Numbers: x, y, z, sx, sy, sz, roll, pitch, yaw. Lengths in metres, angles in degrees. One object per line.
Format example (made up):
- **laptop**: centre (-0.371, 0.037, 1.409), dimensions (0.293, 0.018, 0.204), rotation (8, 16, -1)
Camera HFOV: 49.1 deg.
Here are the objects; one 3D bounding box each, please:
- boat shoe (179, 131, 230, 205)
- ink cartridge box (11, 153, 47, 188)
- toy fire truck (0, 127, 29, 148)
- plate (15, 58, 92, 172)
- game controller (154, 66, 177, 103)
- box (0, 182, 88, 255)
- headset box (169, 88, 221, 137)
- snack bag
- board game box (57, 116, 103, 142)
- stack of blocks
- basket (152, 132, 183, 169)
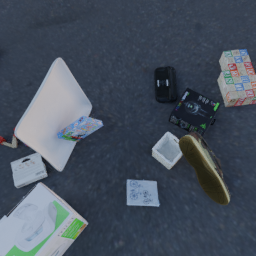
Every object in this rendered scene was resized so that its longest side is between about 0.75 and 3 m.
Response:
- **boat shoe**: centre (2.804, 1.328, 9.625), dimensions (0.887, 1.002, 2.736), rotation (-33, 95, -33)
- **ink cartridge box**: centre (-3.617, 1.517, 10.228), dimensions (1.138, 0.254, 1.002), rotation (-21, 57, -8)
- **toy fire truck**: centre (-4.268, 0.440, 10.685), dimensions (1.272, 0.310, 0.897), rotation (31, 70, 12)
- **plate**: centre (-2.476, -0.379, 9.668), dimensions (0.482, 2.974, 2.981), rotation (11, 64, 23)
- **game controller**: centre (1.568, -1.844, 11.730), dimensions (0.901, 0.364, 1.726), rotation (-6, 65, 13)
- **box**: centre (-2.814, 3.355, 8.134), dimensions (1.435, 2.618, 2.967), rotation (37, 70, 15)
- **headset box**: centre (2.623, -0.553, 10.890), dimensions (1.585, 0.735, 1.380), rotation (31, 70, 13)
- **snack bag**: centre (0.504, 2.212, 9.604), dimensions (1.104, 0.118, 1.041), rotation (3, 43, -5)
- **board game box**: centre (-1.706, 0.053, 9.985), dimensions (1.327, 1.004, 0.243), rotation (-32, 65, 25)
- **stack of blocks**: centre (4.472, -2.093, 11.597), dimensions (1.323, 0.673, 2.298), rotation (-6, 66, -3)
- **basket**: centre (1.498, 0.840, 10.259), dimensions (0.944, 0.766, 0.953), rotation (39, 73, 16)
